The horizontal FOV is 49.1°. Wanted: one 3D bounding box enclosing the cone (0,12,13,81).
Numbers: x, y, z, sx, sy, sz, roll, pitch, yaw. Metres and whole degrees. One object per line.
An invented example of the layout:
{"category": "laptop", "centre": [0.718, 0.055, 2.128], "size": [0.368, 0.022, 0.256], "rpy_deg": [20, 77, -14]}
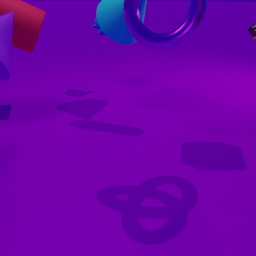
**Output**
{"category": "cone", "centre": [-2.910, -2.056, 6.167], "size": [1.431, 1.431, 1.436], "rpy_deg": [13, 64, 23]}

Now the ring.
{"category": "ring", "centre": [0.845, -2.892, 6.702], "size": [2.023, 2.023, 0.405], "rpy_deg": [9, 14, 18]}

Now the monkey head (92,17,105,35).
{"category": "monkey head", "centre": [-0.622, -3.504, 9.442], "size": [1.268, 0.764, 0.912], "rpy_deg": [-26, -25, 37]}

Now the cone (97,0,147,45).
{"category": "cone", "centre": [0.132, -3.316, 7.668], "size": [1.517, 1.517, 1.522], "rpy_deg": [-18, -2, -31]}

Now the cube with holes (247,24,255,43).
{"category": "cube with holes", "centre": [3.121, -1.799, 5.602], "size": [0.936, 0.936, 0.936], "rpy_deg": [-32, 16, 28]}

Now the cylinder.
{"category": "cylinder", "centre": [-3.045, -2.842, 7.646], "size": [1.227, 1.227, 1.227], "rpy_deg": [19, 19, -25]}
